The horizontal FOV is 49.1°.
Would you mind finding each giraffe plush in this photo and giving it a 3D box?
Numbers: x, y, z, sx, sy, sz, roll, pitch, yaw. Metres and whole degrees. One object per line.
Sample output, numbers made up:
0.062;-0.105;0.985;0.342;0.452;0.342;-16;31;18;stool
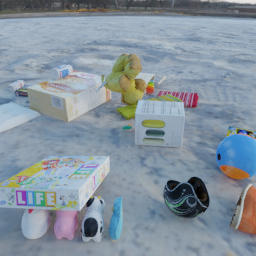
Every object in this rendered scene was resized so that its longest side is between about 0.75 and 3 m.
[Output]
0.039;-1.737;11.673;2.219;1.799;1.914;-40;34;20;giraffe plush

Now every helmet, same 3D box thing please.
1.344;1.654;6.699;0.954;1.001;1.001;-31;12;32;helmet

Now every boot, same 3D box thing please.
2.994;1.947;6.700;0.771;0.539;1.437;18;40;23;boot

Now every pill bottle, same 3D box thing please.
-3.006;-2.590;12.833;0.540;0.540;0.961;17;32;29;pill bottle

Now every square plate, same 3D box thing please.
-5.050;-0.545;11.605;2.015;0.289;2.034;18;33;31;square plate

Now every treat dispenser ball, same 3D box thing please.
3.181;0.807;7.985;1.290;1.290;1.290;0;28;0;treat dispenser ball

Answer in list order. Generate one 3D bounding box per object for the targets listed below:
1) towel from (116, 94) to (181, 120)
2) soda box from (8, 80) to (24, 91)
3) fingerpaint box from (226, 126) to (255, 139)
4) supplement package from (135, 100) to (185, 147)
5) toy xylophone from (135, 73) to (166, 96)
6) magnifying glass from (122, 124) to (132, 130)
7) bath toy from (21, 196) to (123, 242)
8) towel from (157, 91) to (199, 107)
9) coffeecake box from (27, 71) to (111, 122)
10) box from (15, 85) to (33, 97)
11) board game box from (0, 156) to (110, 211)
0.925;-0.957;12.294;2.701;0.244;1.163;-17;26;-20;towel
-5.887;-2.242;14.795;0.318;0.297;0.934;7;29;12;soda box
3.991;0.357;9.783;1.045;0.383;0.872;12;30;22;fingerpaint box
1.107;-0.170;9.861;1.619;1.229;1.220;3;28;6;supplement package
0.972;-2.338;14.650;1.735;0.595;2.370;13;30;22;toy xylophone
0.005;-0.055;10.368;0.358;0.101;0.900;-4;7;10;magnifying glass
-1.263;1.950;6.295;2.271;0.840;0.988;-1;27;0;bath toy
2.337;-1.367;13.239;1.921;0.216;1.389;6;30;14;towel
-2.540;-1.551;12.627;2.292;1.091;2.986;17;32;28;coffeecake box
-4.784;-1.854;14.092;1.408;0.265;0.961;4;28;7;box
-1.638;1.235;6.955;1.834;0.467;2.728;0;8;8;board game box
